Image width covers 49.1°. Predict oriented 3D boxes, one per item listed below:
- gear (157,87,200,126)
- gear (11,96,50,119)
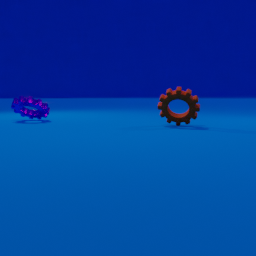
[{"bbox_3d":[1.330,-0.556,7.356,1.072,1.072,0.198,2,37,16],"label":"gear"},{"bbox_3d":[-3.122,-0.637,9.006,1.150,0.213,1.150,3,-26,1],"label":"gear"}]
